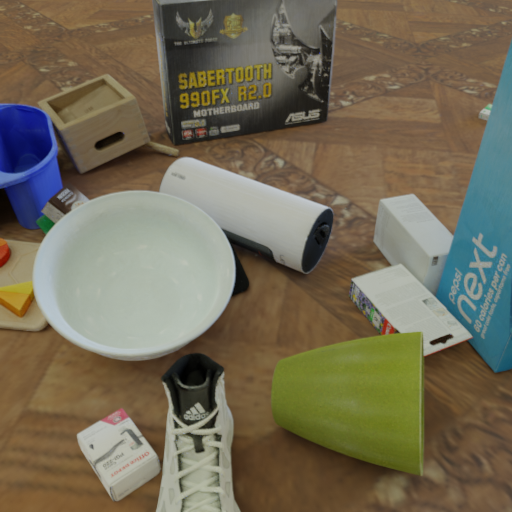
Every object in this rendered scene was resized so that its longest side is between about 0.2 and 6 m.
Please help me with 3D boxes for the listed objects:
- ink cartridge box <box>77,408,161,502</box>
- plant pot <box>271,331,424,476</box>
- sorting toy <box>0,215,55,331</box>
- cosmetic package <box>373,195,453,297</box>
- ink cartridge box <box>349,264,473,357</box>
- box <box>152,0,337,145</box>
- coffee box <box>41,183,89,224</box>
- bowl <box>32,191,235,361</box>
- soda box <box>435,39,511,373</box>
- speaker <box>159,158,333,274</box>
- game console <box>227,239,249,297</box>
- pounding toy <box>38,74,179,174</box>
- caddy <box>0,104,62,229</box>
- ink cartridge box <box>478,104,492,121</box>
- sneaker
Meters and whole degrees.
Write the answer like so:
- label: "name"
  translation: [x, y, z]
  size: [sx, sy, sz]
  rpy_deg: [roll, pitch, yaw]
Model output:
- label: "ink cartridge box"
  translation: [-1.598, 2.294, 6.507]
  size: [0.624, 0.363, 0.856]
  rpy_deg: [-27, 47, -29]
- label: "plant pot"
  translation: [1.084, 1.641, 6.573]
  size: [1.682, 1.574, 1.574]
  rpy_deg: [0, 37, 18]
- label: "sorting toy"
  translation: [-3.990, 0.038, 9.277]
  size: [2.134, 0.425, 2.887]
  rpy_deg: [2, 39, 4]
- label: "cosmetic package"
  translation: [2.606, -0.169, 9.139]
  size: [0.679, 0.945, 1.674]
  rpy_deg: [-12, 42, -13]
- label: "ink cartridge box"
  translation: [2.217, 0.873, 8.239]
  size: [0.937, 0.433, 1.720]
  rpy_deg: [-16, 42, -19]
- label: "box"
  translation: [-0.203, -4.348, 12.629]
  size: [3.917, 3.102, 0.947]
  rpy_deg: [-12, 41, -16]
- label: "coffee box"
  translation: [-3.103, -0.681, 9.753]
  size: [1.034, 0.412, 0.591]
  rpy_deg: [42, 41, -11]
- label: "bowl"
  translation: [-1.618, 0.424, 7.725]
  size: [2.573, 1.156, 2.573]
  rpy_deg: [4, 57, -6]
- label: "soda box"
  translation: [3.692, -0.744, 6.897]
  size: [1.474, 4.593, 1.558]
  rpy_deg: [-11, 40, -14]
- label: "speaker"
  translation: [-0.180, -0.738, 9.568]
  size: [2.901, 1.178, 1.178]
  rpy_deg: [23, 44, 22]
- label: "game console"
  translation: [-1.111, 0.311, 9.164]
  size: [1.554, 0.904, 1.366]
  rpy_deg: [-19, 73, -22]
- label: "pounding toy"
  translation: [-3.190, -2.765, 12.214]
  size: [2.148, 1.527, 1.978]
  rpy_deg: [-29, 45, -17]
- label: "caddy"
  translation: [-4.956, -1.812, 10.526]
  size: [2.384, 1.770, 3.372]
  rpy_deg: [-13, 40, -17]
- label: "ink cartridge box"
  translation: [6.018, -3.493, 13.897]
  size: [0.775, 0.194, 0.623]
  rpy_deg: [25, 45, 30]
- label: "sneaker"
  translation: [-0.700, 2.120, 5.714]
  size: [1.008, 1.537, 2.671]
  rpy_deg: [-8, 38, -1]
